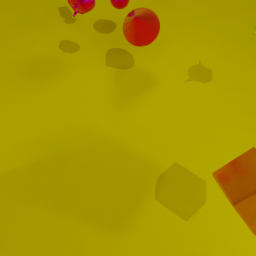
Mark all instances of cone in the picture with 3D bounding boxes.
[{"bbox_3d":[0.292,-3.057,8.133,1.181,1.185,1.181,1,97,11],"label":"cone"}]

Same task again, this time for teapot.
[{"bbox_3d":[-1.448,-3.786,8.406,0.867,1.395,0.683,35,77,-12],"label":"teapot"}]

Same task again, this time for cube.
[{"bbox_3d":[2.368,1.160,5.226,0.979,0.979,0.979,-36,23,10],"label":"cube"}]

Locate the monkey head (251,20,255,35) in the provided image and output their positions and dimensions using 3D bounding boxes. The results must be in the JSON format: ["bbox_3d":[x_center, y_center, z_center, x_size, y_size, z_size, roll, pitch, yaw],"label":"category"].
[{"bbox_3d":[3.755,-2.684,7.109,0.818,0.977,1.358,43,74,-19],"label":"monkey head"}]

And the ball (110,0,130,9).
[{"bbox_3d":[-0.299,-4.710,10.194,0.726,0.726,0.726,0,56,0],"label":"ball"}]
